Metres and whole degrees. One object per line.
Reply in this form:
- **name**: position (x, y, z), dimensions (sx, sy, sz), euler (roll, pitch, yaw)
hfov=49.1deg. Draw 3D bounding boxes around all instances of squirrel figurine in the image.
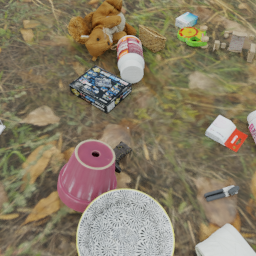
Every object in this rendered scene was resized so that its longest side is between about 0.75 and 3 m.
- **squirrel figurine**: position (-1.462, -4.553, 13.541), dimensions (2.933, 2.076, 2.737), euler (10, 60, 27)

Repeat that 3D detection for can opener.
- **can opener**: position (2.933, 1.998, 8.737), dimensions (1.091, 0.365, 0.291), euler (-12, 51, -10)

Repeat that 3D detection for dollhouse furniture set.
- **dollhouse furniture set**: position (5.098, -3.941, 13.356), dimensions (1.872, 0.970, 0.829), euler (14, 50, 12)

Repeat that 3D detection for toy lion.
- **toy lion**: position (3.304, -4.709, 14.360), dimensions (1.507, 0.540, 1.573), euler (0, 50, 9)

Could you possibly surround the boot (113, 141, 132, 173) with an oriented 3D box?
- **boot**: position (-0.246, 0.948, 9.614), dimensions (0.947, 0.377, 1.088), euler (-27, 53, -21)

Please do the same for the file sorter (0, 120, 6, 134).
- **file sorter**: position (-5.357, -0.087, 10.243), dimensions (1.217, 0.758, 0.844), euler (12, 51, 11)

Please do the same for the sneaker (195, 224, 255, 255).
- **sneaker**: position (2.764, 3.780, 6.965), dimensions (1.437, 0.916, 2.487), euler (-24, 44, -17)

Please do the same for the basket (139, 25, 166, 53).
- **basket**: position (1.256, -4.546, 13.841), dimensions (0.951, 0.992, 1.332), euler (-31, 55, -23)

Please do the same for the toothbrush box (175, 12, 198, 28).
- **toothbrush box**: position (3.199, -5.840, 15.288), dimensions (0.748, 0.436, 1.021), euler (37, 59, 27)

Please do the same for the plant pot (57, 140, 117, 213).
- **plant pot**: position (-1.109, 1.292, 8.241), dimensions (1.795, 1.607, 1.795), euler (11, 40, -9)

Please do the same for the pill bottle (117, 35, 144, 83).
- **pill bottle**: position (0.116, -3.058, 12.475), dimensions (1.167, 1.167, 2.129), euler (-2, 50, -2)

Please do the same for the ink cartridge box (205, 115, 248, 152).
- **ink cartridge box**: position (3.659, 0.175, 10.326), dimensions (1.261, 0.360, 1.025), euler (30, 56, 28)

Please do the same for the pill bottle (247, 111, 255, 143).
- **pill bottle**: position (4.855, 0.118, 10.012), dimensions (0.836, 0.836, 1.475), euler (-2, 49, -2)

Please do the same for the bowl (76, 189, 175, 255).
- **bowl**: position (-0.117, 2.929, 7.329), dimensions (2.422, 1.137, 2.422), euler (4, 59, -7)

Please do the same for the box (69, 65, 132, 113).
- **box**: position (-1.148, -1.677, 11.750), dimensions (2.090, 0.481, 1.661), euler (30, 56, 23)
